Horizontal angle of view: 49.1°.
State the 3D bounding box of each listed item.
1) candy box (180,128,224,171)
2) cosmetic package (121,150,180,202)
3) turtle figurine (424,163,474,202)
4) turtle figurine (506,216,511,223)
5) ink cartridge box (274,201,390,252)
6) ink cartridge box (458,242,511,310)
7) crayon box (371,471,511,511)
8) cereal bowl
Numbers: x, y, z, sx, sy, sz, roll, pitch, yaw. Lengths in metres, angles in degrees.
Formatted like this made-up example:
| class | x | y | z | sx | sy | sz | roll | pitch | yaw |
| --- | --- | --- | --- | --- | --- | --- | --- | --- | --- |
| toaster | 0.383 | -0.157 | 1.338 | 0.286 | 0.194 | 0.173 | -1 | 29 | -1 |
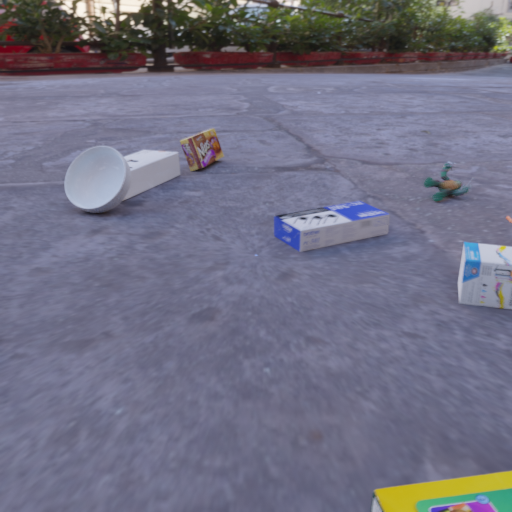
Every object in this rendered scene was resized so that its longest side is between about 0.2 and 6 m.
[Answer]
| class | x | y | z | sx | sy | sz | roll | pitch | yaw |
| --- | --- | --- | --- | --- | --- | --- | --- | --- | --- |
| candy box | -1.412 | -2.817 | 14.776 | 0.403 | 0.832 | 1.427 | -12 | 16 | 24 |
| cosmetic package | -2.817 | -1.915 | 12.918 | 1.037 | 0.636 | 2.513 | 9 | 24 | 20 |
| turtle figurine | 4.168 | -1.525 | 12.054 | 1.123 | 0.565 | 0.841 | -18 | 54 | -30 |
| turtle figurine | 4.545 | -0.340 | 8.602 | 1.460 | 0.470 | 1.177 | -14 | 62 | -49 |
| ink cartridge box | 1.333 | -0.548 | 9.856 | 1.863 | 0.412 | 0.876 | -11 | 26 | -26 |
| ink cartridge box | 3.219 | 0.272 | 7.494 | 0.905 | 0.666 | 0.655 | 6 | 24 | 16 |
| crayon box | 1.611 | 2.064 | 3.386 | 1.357 | 0.459 | 1.573 | -2 | 22 | -10 |
| cereal bowl | -3.101 | -1.467 | 11.261 | 1.392 | 1.392 | 0.580 | 9 | -16 | 20 |
